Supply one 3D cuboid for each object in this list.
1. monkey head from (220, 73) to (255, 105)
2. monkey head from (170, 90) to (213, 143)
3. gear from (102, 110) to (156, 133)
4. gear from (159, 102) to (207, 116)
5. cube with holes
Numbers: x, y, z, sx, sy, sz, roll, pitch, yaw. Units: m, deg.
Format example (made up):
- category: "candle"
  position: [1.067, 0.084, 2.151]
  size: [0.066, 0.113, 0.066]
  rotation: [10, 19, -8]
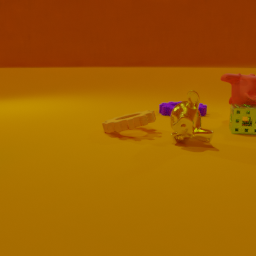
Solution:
- category: "monkey head"
  position: [3.446, -1.121, 8.577]
  size: [1.276, 1.069, 1.774]
  rotation: [8, 1, -3]
- category: "monkey head"
  position: [1.529, -0.122, 6.689]
  size: [1.073, 1.492, 0.899]
  rotation: [16, 51, 13]
- category: "gear"
  position: [0.031, -0.189, 7.781]
  size: [1.463, 0.271, 1.463]
  rotation: [-13, 8, 2]
- category: "gear"
  position: [2.068, -0.713, 10.595]
  size: [1.736, 0.321, 1.736]
  rotation: [0, 14, 0]
- category: "cube with holes"
  position: [3.275, -0.259, 7.835]
  size: [0.737, 0.737, 0.737]
  rotation: [3, 14, 13]
